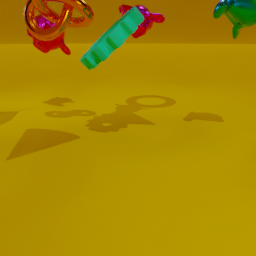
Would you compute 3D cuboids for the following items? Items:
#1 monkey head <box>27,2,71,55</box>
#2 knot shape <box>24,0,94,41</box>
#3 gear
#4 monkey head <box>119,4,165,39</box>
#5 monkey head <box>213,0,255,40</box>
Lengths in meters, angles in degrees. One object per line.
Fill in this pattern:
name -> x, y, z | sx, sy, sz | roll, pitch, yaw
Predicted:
monkey head -> -2.268, -2.864, 8.207 | 1.238, 1.721, 1.037 | -1, 30, 50
knot shape -> -1.694, -2.652, 6.296 | 1.500, 1.603, 0.741 | -32, 41, 17
gear -> -0.356, -1.909, 5.997 | 1.594, 0.295, 1.594 | -38, 21, 18
monkey head -> 0.187, -2.798, 6.980 | 1.357, 0.976, 0.818 | 22, 67, 23
monkey head -> 2.400, -2.514, 5.868 | 0.977, 1.621, 1.166 | 41, 65, 4
